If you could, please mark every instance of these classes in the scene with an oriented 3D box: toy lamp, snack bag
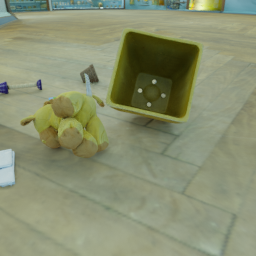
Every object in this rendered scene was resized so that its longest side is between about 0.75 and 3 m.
[{"bbox_3d":[-4.537,-1.726,11.704,1.793,0.522,0.522,-6,29,-18],"label":"toy lamp"},{"bbox_3d":[-3.514,1.046,6.817,1.420,0.161,1.506,-9,30,-18],"label":"snack bag"}]

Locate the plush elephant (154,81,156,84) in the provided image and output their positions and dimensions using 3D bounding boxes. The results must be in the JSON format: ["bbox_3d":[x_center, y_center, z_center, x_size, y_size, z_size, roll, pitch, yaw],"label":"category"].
[{"bbox_3d":[1.512,-1.930,11.236,1.288,1.061,0.997,-1,-17,-16],"label":"plush elephant"}]

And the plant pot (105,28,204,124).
[{"bbox_3d":[0.764,-1.348,8.772,2.309,2.294,2.362,13,-6,3],"label":"plant pot"}]

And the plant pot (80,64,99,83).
[{"bbox_3d":[-1.791,-2.413,12.780,0.718,0.823,0.823,-21,30,-2],"label":"plant pot"}]

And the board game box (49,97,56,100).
[{"bbox_3d":[-2.113,-0.874,10.299,1.517,0.277,1.147,-7,28,-14],"label":"board game box"}]

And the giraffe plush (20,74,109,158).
[{"bbox_3d":[-1.804,-0.180,7.604,1.859,1.978,2.292,-17,59,22],"label":"giraffe plush"}]
